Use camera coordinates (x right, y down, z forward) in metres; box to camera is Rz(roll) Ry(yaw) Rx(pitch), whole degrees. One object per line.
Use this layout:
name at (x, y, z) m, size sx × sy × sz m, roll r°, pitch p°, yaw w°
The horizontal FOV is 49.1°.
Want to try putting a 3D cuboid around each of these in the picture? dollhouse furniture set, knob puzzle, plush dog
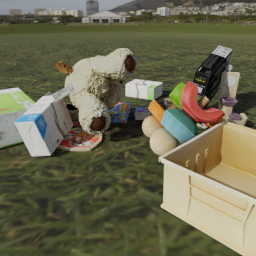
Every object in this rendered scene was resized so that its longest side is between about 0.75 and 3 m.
dollhouse furniture set at (2.890, -1.313, 10.755) m, size 2.889 × 2.050 × 2.289 m, roll 2°, pitch 24°, yaw 6°
knob puzzle at (-1.640, 0.304, 9.313) m, size 1.920 × 0.266 × 1.920 m, roll 0°, pitch 24°, yaw 0°
plush dog at (-1.025, -1.289, 9.537) m, size 2.319 × 2.890 × 2.482 m, roll 24°, pitch -4°, yaw 18°

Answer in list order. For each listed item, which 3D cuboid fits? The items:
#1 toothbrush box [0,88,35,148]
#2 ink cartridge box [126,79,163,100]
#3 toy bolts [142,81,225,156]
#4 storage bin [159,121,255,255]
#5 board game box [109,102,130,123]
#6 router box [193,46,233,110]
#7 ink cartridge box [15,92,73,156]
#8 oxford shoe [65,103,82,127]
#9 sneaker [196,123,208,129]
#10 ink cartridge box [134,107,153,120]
toothbrush box at (-4.420, -0.422, 9.778) m, size 2.034 × 1.202 × 2.793 m, roll -16°, pitch 29°, yaw -31°
ink cartridge box at (0.793, -1.908, 13.836) m, size 1.550 × 0.651 × 1.128 m, roll 12°, pitch 26°, yaw 25°
toy bolts at (1.734, 0.090, 8.469) m, size 2.815 × 2.044 × 2.947 m, roll 44°, pitch 8°, yaw 3°
storage bin at (2.598, 1.167, 6.070) m, size 2.770 × 1.308 × 2.790 m, roll 21°, pitch 31°, yaw 40°
board game box at (-0.658, -0.651, 11.313) m, size 1.358 × 0.388 × 1.387 m, roll 2°, pitch 24°, yaw 6°
router box at (3.156, -1.862, 10.829) m, size 0.614 × 1.793 × 2.404 m, roll 25°, pitch 47°, yaw 23°
ink cartridge box at (-2.459, -0.237, 8.832) m, size 0.712 × 1.236 × 2.134 m, roll -6°, pitch 31°, yaw 20°
oxford shoe at (-2.372, -0.611, 10.627) m, size 2.184 × 0.817 × 0.769 m, roll 6°, pitch 25°, yaw 26°
sneaker at (2.728, -0.206, 10.499) m, size 0.351 × 0.318 × 0.826 m, roll -1°, pitch 33°, yaw -19°
ink cartridge box at (0.640, -0.611, 11.122) m, size 0.653 × 0.366 × 0.958 m, roll 1°, pitch 16°, yaw 10°
